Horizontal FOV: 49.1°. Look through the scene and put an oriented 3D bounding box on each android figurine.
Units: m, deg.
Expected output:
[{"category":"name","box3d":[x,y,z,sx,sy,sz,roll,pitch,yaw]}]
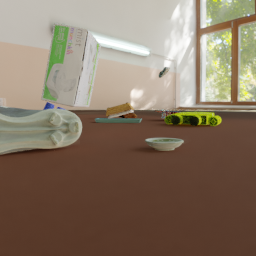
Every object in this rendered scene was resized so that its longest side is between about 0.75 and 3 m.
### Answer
[{"category":"android figurine","box3d":[2.870,-0.401,12.349,2.341,0.528,2.572,2,6,26]}]

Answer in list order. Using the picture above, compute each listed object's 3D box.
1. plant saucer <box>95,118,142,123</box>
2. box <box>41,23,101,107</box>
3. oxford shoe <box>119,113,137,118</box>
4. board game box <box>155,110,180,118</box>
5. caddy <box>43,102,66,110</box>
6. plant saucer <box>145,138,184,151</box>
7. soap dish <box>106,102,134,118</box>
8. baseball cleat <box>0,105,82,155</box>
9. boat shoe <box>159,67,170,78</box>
[{"category":"plant saucer","box3d":[-0.468,-0.375,13.988,2.290,0.217,0.801,0,5,7]},{"category":"box","box3d":[-1.632,-1.764,8.517,1.046,2.163,1.909,12,6,5]},{"category":"oxford shoe","box3d":[-0.021,-0.741,17.929,1.185,0.423,0.422,5,37,17]},{"category":"board game box","box3d":[2.688,-0.629,15.714,2.445,0.476,1.932,6,1,5]},{"category":"caddy","box3d":[-4.183,-0.843,15.665,1.203,0.893,1.702,22,-2,-16]},{"category":"plant saucer","box3d":[0.725,0.331,5.621,0.769,0.193,0.769,1,5,0]},{"category":"soap dish","box3d":[-0.523,-1.138,17.997,1.704,0.692,1.340,-14,2,9]},{"category":"baseball cleat","box3d":[-2.402,0.078,5.303,2.934,1.023,1.561,6,-9,-33]},{"category":"boat shoe","box3d":[1.614,-2.437,12.382,0.253,0.278,0.757,0,-19,-22]}]
